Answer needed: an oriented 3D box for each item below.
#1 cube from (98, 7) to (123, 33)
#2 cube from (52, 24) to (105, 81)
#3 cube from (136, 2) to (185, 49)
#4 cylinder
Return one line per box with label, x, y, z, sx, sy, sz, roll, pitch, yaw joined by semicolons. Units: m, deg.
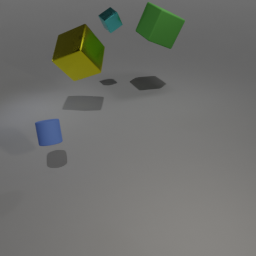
cube;-0.795;-4.900;12.730;0.700;0.700;0.700;-36;51;-3
cube;-1.926;-2.947;11.117;1.400;1.400;1.400;-11;58;27
cube;1.451;-4.698;12.869;1.400;1.400;1.400;8;31;-34
cylinder;-2.355;0.123;8.349;0.700;0.700;0.700;-7;9;1
